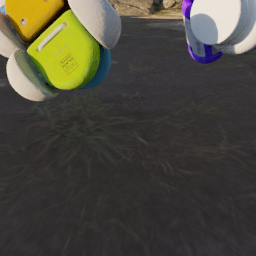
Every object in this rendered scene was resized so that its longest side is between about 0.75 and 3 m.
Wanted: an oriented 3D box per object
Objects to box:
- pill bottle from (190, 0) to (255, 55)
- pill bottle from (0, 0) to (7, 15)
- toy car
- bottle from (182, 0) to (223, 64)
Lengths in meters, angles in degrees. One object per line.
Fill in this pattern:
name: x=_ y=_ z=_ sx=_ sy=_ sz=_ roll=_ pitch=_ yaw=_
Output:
pill bottle: x=2.926 y=-2.600 z=6.687 sx=2.945 sy=1.652 sz=1.652 roll=-11 pitch=28 yaw=-36
pill bottle: x=-2.499 y=-2.760 z=6.665 sx=1.101 sy=1.962 sz=1.101 roll=-28 pitch=26 yaw=15
toy car: x=-1.250 y=-1.772 z=5.442 sx=2.533 sy=2.217 sz=1.899 roll=57 pitch=15 yaw=17
bottle: x=2.097 y=-3.242 z=8.009 sx=0.915 sy=2.802 sz=1.170 roll=-28 pitch=43 yaw=-4
